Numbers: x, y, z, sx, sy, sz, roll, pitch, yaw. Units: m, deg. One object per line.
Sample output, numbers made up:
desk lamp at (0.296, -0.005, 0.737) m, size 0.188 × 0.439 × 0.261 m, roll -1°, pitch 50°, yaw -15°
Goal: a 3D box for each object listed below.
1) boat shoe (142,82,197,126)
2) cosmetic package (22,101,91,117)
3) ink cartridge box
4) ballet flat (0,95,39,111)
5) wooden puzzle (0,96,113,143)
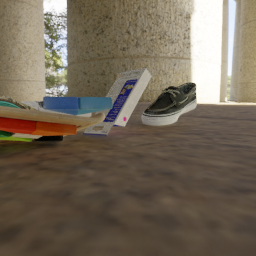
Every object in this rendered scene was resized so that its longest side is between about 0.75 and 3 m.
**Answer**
boat shoe at (1.340, -0.865, 8.919) m, size 1.002 × 0.986 × 2.780 m, roll 15°, pitch 28°, yaw 34°
cosmetic package at (-1.888, -0.383, 7.077) m, size 1.725 × 0.446 × 1.301 m, roll -5°, pitch 20°, yaw -18°
ink cartridge box at (-0.222, -0.523, 6.177) m, size 0.872 × 1.841 × 0.341 m, roll 2°, pitch -36°, yaw 48°
ballet flat at (-1.922, -0.243, 5.005) m, size 1.608 × 0.545 × 0.605 m, roll 27°, pitch 21°, yaw -48°
wooden puzzle at (-1.493, 0.009, 4.228) m, size 1.969 × 0.341 × 2.918 m, roll 0°, pitch -9°, yaw -24°
